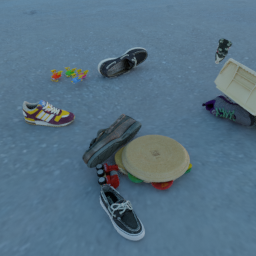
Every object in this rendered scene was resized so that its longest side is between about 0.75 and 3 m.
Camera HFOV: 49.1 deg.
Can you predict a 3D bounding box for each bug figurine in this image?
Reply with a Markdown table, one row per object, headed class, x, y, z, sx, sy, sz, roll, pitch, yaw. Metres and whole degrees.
| class | x | y | z | sx | sy | sz | roll | pitch | yaw |
| --- | --- | --- | --- | --- | --- | --- | --- | --- | --- |
| bug figurine | -2.790 | -2.544 | 13.674 | 1.855 | 0.477 | 1.439 | 15 | 32 | 27 |

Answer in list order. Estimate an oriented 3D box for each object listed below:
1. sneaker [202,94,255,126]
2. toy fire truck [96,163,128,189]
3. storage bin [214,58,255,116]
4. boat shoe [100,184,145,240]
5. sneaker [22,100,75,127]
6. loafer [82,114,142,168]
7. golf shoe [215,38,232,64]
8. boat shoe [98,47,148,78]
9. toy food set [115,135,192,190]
| class | x | y | z | sx | sy | sz | roll | pitch | yaw |
| --- | --- | --- | --- | --- | --- | --- | --- | --- | --- |
| sneaker | 3.788 | -0.550 | 10.722 | 0.989 | 0.841 | 2.261 | -20 | 28 | -9 |
| toy fire truck | -0.370 | 1.401 | 8.100 | 0.966 | 0.622 | 0.851 | -15 | 36 | -4 |
| storage bin | 4.992 | -1.298 | 10.415 | 2.585 | 1.212 | 2.567 | 13 | 28 | -30 |
| boat shoe | -0.177 | 2.052 | 7.070 | 0.626 | 0.579 | 1.696 | -18 | 39 | -24 |
| sneaker | -3.001 | -0.593 | 10.547 | 1.955 | 0.881 | 0.733 | 0 | 35 | 1 |
| loafer | -0.617 | 0.331 | 9.034 | 0.876 | 1.001 | 2.786 | 40 | 39 | 13 |
| golf shoe | 3.239 | -2.702 | 9.699 | 0.464 | 0.529 | 1.201 | 28 | 49 | 9 |
| boat shoe | -0.100 | -3.305 | 14.247 | 2.873 | 1.061 | 0.867 | -21 | 40 | -23 |
| toy food set | 0.826 | 0.974 | 8.644 | 2.167 | 0.527 | 2.145 | -21 | 40 | -27 |
